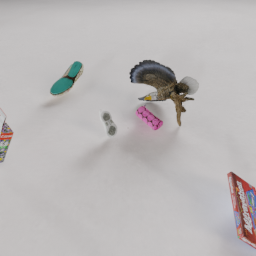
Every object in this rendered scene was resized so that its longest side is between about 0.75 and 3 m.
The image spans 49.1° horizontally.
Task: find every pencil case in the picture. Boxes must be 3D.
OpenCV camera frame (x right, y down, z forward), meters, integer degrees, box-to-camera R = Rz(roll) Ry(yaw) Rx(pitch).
[{"bbox_3d":[0.690,-0.317,8.814,0.459,0.444,0.979,19,21,-48],"label":"pencil case"}]

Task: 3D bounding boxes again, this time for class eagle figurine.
[{"bbox_3d":[1.089,-1.257,9.277,1.578,1.587,2.092,10,23,-35],"label":"eagle figurine"}]

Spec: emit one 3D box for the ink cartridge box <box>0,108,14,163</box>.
[{"bbox_3d":[-3.372,0.094,7.280,0.823,1.511,0.380,42,26,29],"label":"ink cartridge box"}]

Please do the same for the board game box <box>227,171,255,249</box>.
[{"bbox_3d":[2.444,1.679,5.720,0.803,0.152,1.560,33,37,-16],"label":"board game box"}]

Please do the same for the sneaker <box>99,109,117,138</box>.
[{"bbox_3d":[-0.606,-0.164,8.365,0.378,0.970,0.482,-23,30,-14],"label":"sneaker"}]

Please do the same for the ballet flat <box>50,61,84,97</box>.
[{"bbox_3d":[-2.317,-1.816,11.019,0.739,0.624,1.953,27,62,14],"label":"ballet flat"}]
